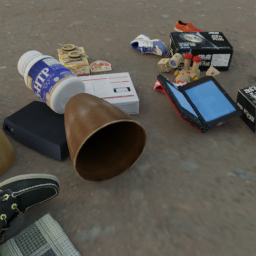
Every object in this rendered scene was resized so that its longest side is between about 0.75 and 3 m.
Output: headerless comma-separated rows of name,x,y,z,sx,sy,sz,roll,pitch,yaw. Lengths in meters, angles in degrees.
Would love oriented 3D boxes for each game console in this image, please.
game console,2.530,-1.224,10.187,2.152,1.482,2.497,26,29,-40

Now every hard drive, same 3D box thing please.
hard drive,-2.832,-0.071,9.788,2.842,0.601,1.917,23,44,25

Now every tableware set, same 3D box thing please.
tableware set,-2.714,-3.723,13.476,1.114,0.338,1.686,-18,42,-22

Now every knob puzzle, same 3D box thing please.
knob puzzle,-1.389,-3.112,13.842,1.236,0.171,1.236,0,39,0

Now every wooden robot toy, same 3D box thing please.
wooden robot toy,2.431,-2.443,12.330,2.890,1.273,1.312,26,57,28

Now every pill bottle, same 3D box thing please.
pill bottle,-2.759,-1.695,9.870,2.373,1.420,1.420,38,52,24

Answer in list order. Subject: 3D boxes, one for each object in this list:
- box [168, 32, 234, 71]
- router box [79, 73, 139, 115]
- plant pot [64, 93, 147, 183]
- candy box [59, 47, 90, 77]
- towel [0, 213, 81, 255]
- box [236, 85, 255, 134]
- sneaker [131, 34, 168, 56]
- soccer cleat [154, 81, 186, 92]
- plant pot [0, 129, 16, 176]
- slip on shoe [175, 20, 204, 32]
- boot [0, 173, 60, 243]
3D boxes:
box,3.517,-3.846,13.940,2.712,1.168,2.221,0,39,0
router box,-0.994,-1.349,11.331,2.528,0.618,2.269,-6,40,-8
plant pot,-0.978,0.016,8.369,2.200,2.200,2.354,-20,45,-22
candy box,-2.642,-3.185,13.574,1.263,0.605,2.188,-9,39,-12
towel,-2.076,2.892,6.536,1.427,0.256,1.482,-31,50,-28
box,5.536,-0.723,9.932,2.546,1.097,2.085,-16,42,-5
sneaker,1.081,-4.208,14.814,1.004,0.858,2.279,-36,44,-20
soccer cleat,1.947,-1.624,11.811,1.738,0.580,0.665,22,65,23
plant pot,-4.446,0.378,8.299,1.706,1.831,1.706,0,41,0
slip on shoe,3.755,-6.052,17.064,2.075,0.635,0.769,33,48,32
boot,-2.933,2.389,6.471,2.980,1.076,2.251,-16,44,-10
